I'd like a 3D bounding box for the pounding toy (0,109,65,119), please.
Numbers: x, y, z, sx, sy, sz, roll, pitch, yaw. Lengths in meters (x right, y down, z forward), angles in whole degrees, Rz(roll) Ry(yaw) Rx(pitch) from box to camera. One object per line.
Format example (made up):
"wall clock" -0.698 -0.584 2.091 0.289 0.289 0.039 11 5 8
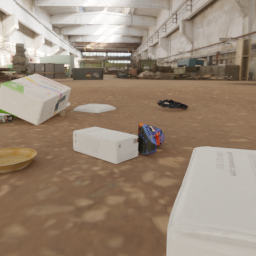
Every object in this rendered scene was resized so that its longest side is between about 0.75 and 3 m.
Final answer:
"pounding toy" -4.102 -1.250 11.645 2.923 1.356 2.256 -3 13 -12

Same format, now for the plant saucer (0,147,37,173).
"plant saucer" -2.423 0.643 5.511 1.220 0.216 1.220 0 12 0

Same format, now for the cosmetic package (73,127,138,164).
"cosmetic package" -0.519 0.347 6.238 1.403 0.519 0.713 13 18 41

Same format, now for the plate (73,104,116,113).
"plate" -1.527 -0.929 12.854 1.463 0.236 1.460 7 14 29

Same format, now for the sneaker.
"sneaker" 0.573 0.207 6.724 0.648 0.622 1.652 5 14 -1

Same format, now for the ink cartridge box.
"ink cartridge box" -3.295 -1.232 10.563 1.659 0.953 2.832 23 23 4

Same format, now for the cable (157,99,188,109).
"cable" 2.170 -1.098 12.916 1.500 0.381 1.224 0 9 -40

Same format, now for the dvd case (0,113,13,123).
"dvd case" -5.691 -0.259 9.589 1.947 0.294 2.668 8 15 32

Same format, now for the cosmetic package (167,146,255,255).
"cosmetic package" 1.618 0.973 0.971 2.890 1.466 1.030 5 12 18
